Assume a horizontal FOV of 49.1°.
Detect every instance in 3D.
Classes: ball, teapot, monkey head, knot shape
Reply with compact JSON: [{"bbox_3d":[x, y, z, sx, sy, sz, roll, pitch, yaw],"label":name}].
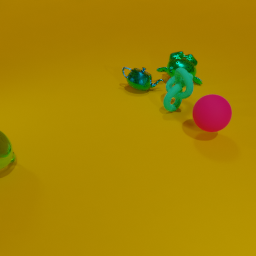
[{"bbox_3d":[2.321,-0.407,7.756,1.052,1.052,1.052,0,35,0],"label":"ball"},{"bbox_3d":[0.514,-1.849,10.374,1.593,0.780,0.990,21,22,-5],"label":"teapot"},{"bbox_3d":[2.038,-2.266,11.038,1.887,1.357,1.137,16,76,-6],"label":"monkey head"},{"bbox_3d":[1.654,-1.325,8.942,0.690,1.398,1.494,22,70,-5],"label":"knot shape"},{"bbox_3d":[-3.372,0.529,6.547,0.873,1.783,1.109,-31,57,18],"label":"teapot"}]
